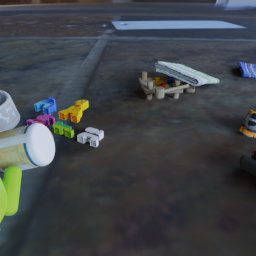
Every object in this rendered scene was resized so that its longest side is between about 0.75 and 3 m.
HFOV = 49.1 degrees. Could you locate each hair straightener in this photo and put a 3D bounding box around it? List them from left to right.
[{"bbox_3d":[3.316,1.331,6.125,0.902,0.480,2.345,-14,37,-22],"label":"hair straightener"}]

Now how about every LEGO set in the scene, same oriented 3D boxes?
[{"bbox_3d":[-1.784,-0.385,8.510,2.581,0.984,1.059,15,33,23],"label":"LEGO set"}]

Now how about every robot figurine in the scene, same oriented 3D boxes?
[{"bbox_3d":[-3.126,1.159,5.073,2.222,1.465,2.533,20,2,-41],"label":"robot figurine"}]

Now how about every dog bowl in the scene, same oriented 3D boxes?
[{"bbox_3d":[-4.907,-0.464,8.834,2.724,0.799,2.724,0,29,0],"label":"dog bowl"}]

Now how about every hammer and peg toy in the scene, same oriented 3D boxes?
[{"bbox_3d":[1.344,-1.540,10.797,1.549,0.743,2.106,-3,30,-9],"label":"hammer and peg toy"}]

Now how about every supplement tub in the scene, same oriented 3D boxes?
[{"bbox_3d":[-2.509,0.487,6.453,1.365,0.987,0.987,-12,27,14],"label":"supplement tub"}]

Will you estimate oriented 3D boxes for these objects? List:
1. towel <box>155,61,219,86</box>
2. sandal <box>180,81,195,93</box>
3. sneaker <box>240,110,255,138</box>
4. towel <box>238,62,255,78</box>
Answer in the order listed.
[{"bbox_3d":[2.495,-2.164,11.495,2.002,0.412,2.683,31,23,25],"label":"towel"},{"bbox_3d":[2.513,-1.900,11.766,0.583,0.392,1.452,0,29,0],"label":"sandal"},{"bbox_3d":[4.371,-0.201,8.407,1.963,0.758,0.768,-6,28,-14],"label":"sneaker"},{"bbox_3d":[6.577,-2.714,13.318,2.454,0.293,1.777,6,31,10],"label":"towel"}]
